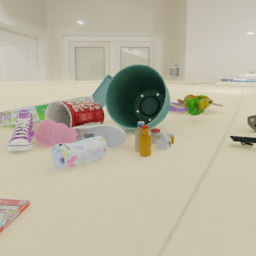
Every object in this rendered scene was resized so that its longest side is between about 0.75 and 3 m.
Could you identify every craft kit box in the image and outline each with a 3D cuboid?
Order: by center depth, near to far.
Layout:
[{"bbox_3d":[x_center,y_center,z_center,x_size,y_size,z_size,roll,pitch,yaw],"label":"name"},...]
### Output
[{"bbox_3d":[-3.363,-0.756,11.879,2.920,0.708,2.884,-7,12,21],"label":"craft kit box"}]

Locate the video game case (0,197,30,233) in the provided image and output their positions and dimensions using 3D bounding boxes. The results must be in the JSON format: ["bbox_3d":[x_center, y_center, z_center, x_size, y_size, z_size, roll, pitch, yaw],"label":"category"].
[{"bbox_3d":[-2.185,1.389,4.370,0.825,0.101,1.155,2,13,9],"label":"video game case"}]

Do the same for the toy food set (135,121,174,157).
[{"bbox_3d":[0.726,0.181,8.215,0.870,0.820,1.823,9,15,36],"label":"toy food set"}]

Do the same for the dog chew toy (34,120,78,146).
[{"bbox_3d":[-2.138,0.190,8.462,1.292,0.804,0.804,9,14,10],"label":"dog chew toy"}]

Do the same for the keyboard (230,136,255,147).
[{"bbox_3d":[3.525,0.420,8.296,0.490,0.186,0.941,34,-18,-37],"label":"keyboard"}]

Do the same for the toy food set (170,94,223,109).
[{"bbox_3d":[3.482,-1.435,14.730,2.664,0.535,1.839,-6,14,-22],"label":"toy food set"}]

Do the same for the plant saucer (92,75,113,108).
[{"bbox_3d":[-1.265,-1.524,13.493,0.822,2.350,0.223,30,-20,9],"label":"plant saucer"}]

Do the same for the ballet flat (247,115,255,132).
[{"bbox_3d":[5.590,-0.152,10.576,2.618,0.607,0.882,1,-16,-25],"label":"ballet flat"}]

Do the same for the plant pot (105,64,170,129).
[{"bbox_3d":[0.555,-0.997,10.633,2.313,2.313,1.856,5,-5,22],"label":"plant pot"}]

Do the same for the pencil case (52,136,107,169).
[{"bbox_3d":[-1.177,0.572,6.900,1.378,0.625,0.573,-11,15,-43],"label":"pencil case"}]

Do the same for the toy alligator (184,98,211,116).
[{"bbox_3d":[3.162,-0.940,12.457,0.792,0.725,2.671,10,11,32],"label":"toy alligator"}]

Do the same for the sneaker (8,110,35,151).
[{"bbox_3d":[-3.209,0.024,8.392,0.684,1.075,1.886,-2,14,-14],"label":"sneaker"}]

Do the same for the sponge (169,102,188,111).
[{"bbox_3d":[2.804,-1.188,15.637,2.359,0.352,1.316,3,14,13],"label":"sponge"}]

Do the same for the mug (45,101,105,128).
[{"bbox_3d":[-1.642,-0.279,9.882,1.676,1.259,1.888,27,20,27],"label":"mug"}]

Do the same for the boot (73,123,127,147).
[{"bbox_3d":[-0.826,0.105,8.776,1.949,0.717,0.931,4,19,22],"label":"boot"}]
